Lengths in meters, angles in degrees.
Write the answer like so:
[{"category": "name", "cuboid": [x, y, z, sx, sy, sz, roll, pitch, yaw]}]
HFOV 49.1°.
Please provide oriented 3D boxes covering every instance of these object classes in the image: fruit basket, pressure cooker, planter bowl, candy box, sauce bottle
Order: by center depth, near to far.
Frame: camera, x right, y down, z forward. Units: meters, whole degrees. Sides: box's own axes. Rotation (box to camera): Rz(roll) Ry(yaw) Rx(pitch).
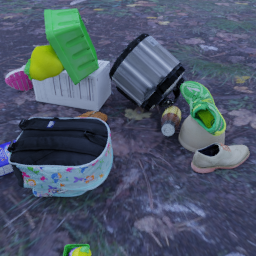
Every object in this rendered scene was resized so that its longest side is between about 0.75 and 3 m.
[{"category": "fruit basket", "cuboid": [-1.112, 2.888, 6.079, 0.662, 0.918, 0.918, -1, 36, -1]}, {"category": "candy box", "cuboid": [-4.042, 1.016, 9.007, 1.242, 0.478, 1.050, -19, 41, -26]}, {"category": "planter bowl", "cuboid": [2.670, -0.006, 9.913, 1.629, 1.096, 1.629, 0, 36, 0]}, {"category": "fruit basket", "cuboid": [-2.496, -2.677, 9.965, 2.616, 2.616, 1.887, -7, 52, -10]}, {"category": "sauce bottle", "cuboid": [1.532, -0.264, 10.151, 0.712, 0.712, 2.157, 9, 19, 12]}, {"category": "pressure cooker", "cuboid": [0.923, -2.019, 11.196, 2.772, 2.477, 2.438, 41, 76, 0]}]

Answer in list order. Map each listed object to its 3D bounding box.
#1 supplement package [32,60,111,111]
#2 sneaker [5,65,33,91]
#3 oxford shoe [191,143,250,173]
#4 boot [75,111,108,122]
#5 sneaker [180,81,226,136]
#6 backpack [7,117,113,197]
[{"category": "supplement package", "cuboid": [-2.413, -2.019, 12.228, 2.982, 1.633, 1.696, 11, 37, 14]}, {"category": "sneaker", "cuboid": [-4.809, -2.571, 13.662, 1.117, 1.030, 2.533, 27, 35, 34]}, {"category": "oxford shoe", "cuboid": [3.060, 0.840, 8.990, 2.111, 0.779, 0.747, -14, 38, -19]}, {"category": "boot", "cuboid": [-1.898, -0.214, 10.553, 2.055, 0.757, 1.590, 20, 39, 9]}, {"category": "sneaker", "cuboid": [2.333, -0.713, 8.886, 0.885, 0.784, 2.118, 7, 47, -52]}, {"category": "backpack", "cuboid": [-1.729, 0.764, 8.054, 2.611, 1.966, 2.318, -5, 38, 6]}]
